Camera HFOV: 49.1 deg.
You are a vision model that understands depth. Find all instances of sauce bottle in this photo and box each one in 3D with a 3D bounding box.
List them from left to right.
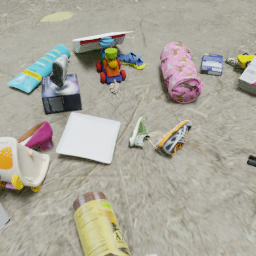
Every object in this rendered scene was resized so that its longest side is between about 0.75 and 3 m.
[{"bbox_3d":[-0.405,2.659,5.771,0.918,0.918,2.837,-15,48,-16],"label":"sauce bottle"}]

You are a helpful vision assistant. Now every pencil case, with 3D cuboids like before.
[{"bbox_3d":[2.000,-2.177,10.722,1.202,1.256,2.903,26,37,-24],"label":"pencil case"}]

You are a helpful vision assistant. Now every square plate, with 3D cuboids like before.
[{"bbox_3d":[-1.159,0.299,8.519,1.622,0.231,1.606,12,51,1],"label":"square plate"}]

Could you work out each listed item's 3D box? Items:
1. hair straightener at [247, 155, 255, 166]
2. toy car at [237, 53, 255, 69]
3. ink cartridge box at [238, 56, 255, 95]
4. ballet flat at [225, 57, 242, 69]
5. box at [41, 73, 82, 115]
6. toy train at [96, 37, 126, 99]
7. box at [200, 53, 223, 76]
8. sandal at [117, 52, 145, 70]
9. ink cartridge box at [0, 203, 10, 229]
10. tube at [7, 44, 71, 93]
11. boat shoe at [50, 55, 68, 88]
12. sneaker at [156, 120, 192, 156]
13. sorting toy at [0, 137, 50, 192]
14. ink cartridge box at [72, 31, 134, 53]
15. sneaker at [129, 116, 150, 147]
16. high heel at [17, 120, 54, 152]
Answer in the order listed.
[{"bbox_3d":[3.930,1.168,7.867,1.174,0.240,0.452,26,49,19],"label":"hair straightener"},{"bbox_3d":[6.274,-2.765,11.735,2.905,0.648,2.733,26,49,24],"label":"toy car"},{"bbox_3d":[5.048,-2.032,10.550,1.073,0.610,1.472,33,78,30],"label":"ink cartridge box"},{"bbox_3d":[4.594,-2.817,12.056,0.842,0.268,0.284,31,51,28],"label":"ballet flat"},{"bbox_3d":[-2.370,-1.249,9.995,1.297,0.806,1.307,-8,44,-10],"label":"box"},{"bbox_3d":[-0.593,-2.405,10.782,1.022,1.397,2.415,-11,44,-10],"label":"toy train"},{"bbox_3d":[3.600,-2.739,11.991,0.874,0.234,1.442,11,46,11],"label":"box"},{"bbox_3d":[0.121,-3.006,12.027,1.386,0.603,0.551,20,48,23],"label":"sandal"},{"bbox_3d":[-3.943,1.524,5.510,1.222,2.854,2.106,27,49,27],"label":"ink cartridge box"},{"bbox_3d":[-3.492,-2.407,11.410,1.098,0.715,2.836,18,52,25],"label":"tube"},{"bbox_3d":[-2.031,-1.673,8.423,0.501,1.360,0.436,31,63,0],"label":"boat shoe"},{"bbox_3d":[1.514,0.303,8.565,1.580,0.618,0.610,-36,77,-34],"label":"sneaker"},{"bbox_3d":[-3.269,1.005,7.063,1.871,2.078,1.110,0,74,6],"label":"sorting toy"},{"bbox_3d":[-1.120,-3.689,12.062,2.105,0.655,2.616,-17,24,-18],"label":"ink cartridge box"},{"bbox_3d":[0.456,0.155,8.806,0.567,0.492,1.279,21,53,7],"label":"sneaker"},{"bbox_3d":[-3.215,0.443,7.999,2.158,1.035,0.727,-13,45,-14],"label":"high heel"}]
